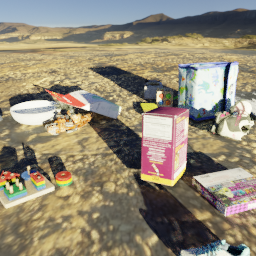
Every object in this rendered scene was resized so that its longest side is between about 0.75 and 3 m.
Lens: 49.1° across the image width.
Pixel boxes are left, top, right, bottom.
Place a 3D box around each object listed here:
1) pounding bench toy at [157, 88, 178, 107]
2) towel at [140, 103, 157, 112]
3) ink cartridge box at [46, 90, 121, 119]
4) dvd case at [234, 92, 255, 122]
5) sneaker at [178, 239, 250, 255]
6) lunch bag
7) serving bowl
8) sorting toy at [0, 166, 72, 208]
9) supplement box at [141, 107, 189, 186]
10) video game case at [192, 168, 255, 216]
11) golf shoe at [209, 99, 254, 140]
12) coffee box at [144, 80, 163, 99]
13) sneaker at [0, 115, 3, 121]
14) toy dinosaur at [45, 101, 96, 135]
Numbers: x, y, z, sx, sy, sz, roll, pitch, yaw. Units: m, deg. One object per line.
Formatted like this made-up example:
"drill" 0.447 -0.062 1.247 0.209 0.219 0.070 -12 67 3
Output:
"pounding bench toy" 2.104 -1.562 14.305 1.269 0.788 0.990 1 21 4
"towel" 1.090 -0.860 13.394 0.834 0.175 1.939 2 20 -6
"ink cartridge box" -1.975 -1.288 12.357 2.749 0.689 2.212 19 8 -36
"dvd case" 6.184 -1.086 13.342 2.184 0.359 2.906 -5 27 -12
"sneaker" 1.500 2.170 4.887 1.233 0.532 0.478 1 21 3
"lunch bag" 3.734 -1.716 12.495 2.755 2.342 1.755 -9 20 -25
"serving bowl" -3.878 -0.588 11.916 2.042 0.671 2.042 0 20 0
"sorting toy" -2.782 1.385 7.101 2.536 0.429 1.222 -16 26 -36
"supplement box" 0.984 0.426 7.438 0.934 1.810 1.185 8 15 27
"video game case" 2.619 1.516 6.957 1.533 0.275 1.390 -7 22 -19
"golf shoe" 4.290 -0.246 10.892 1.225 1.074 2.781 34 42 30
"coffee box" 1.452 -2.254 16.206 1.021 0.721 1.806 1 21 2
"sneaker" -6.365 -0.722 11.890 2.281 0.936 0.800 8 22 19
"toy dinosaur" -2.275 -0.246 11.073 2.094 1.070 1.421 5 26 -48
